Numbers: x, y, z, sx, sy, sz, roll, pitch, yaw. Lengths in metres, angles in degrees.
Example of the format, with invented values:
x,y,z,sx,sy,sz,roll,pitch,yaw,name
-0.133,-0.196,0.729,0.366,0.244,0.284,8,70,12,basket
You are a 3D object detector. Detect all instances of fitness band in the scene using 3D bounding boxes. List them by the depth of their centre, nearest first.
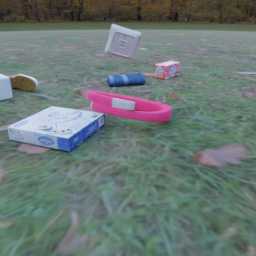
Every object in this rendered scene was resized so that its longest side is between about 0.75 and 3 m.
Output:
x,y,z,sx,sy,sz,roll,pitch,yaw,name
0.002,-0.611,7.778,2.432,0.455,1.747,16,12,28,fitness band

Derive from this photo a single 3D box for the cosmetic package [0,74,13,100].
x,y,z,sx,sy,sz,roll,pitch,yaw,name
-5.115,-1.537,9.945,1.101,0.773,2.170,-20,30,-39,cosmetic package

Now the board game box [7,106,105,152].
x,y,z,sx,sy,sz,roll,pitch,yaw,name
-1.697,-0.053,6.945,1.694,0.369,1.703,10,25,22,board game box

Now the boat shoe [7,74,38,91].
x,y,z,sx,sy,sz,roll,pitch,yaw,name
-4.063,-1.816,10.827,1.736,0.615,0.602,11,25,26,boat shoe

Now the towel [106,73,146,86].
x,y,z,sx,sy,sz,roll,pitch,yaw,name
-0.086,-2.003,11.578,1.542,0.374,0.861,-5,24,-12,towel

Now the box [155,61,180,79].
x,y,z,sx,sy,sz,roll,pitch,yaw,name
1.814,-2.666,12.824,0.583,0.632,1.232,17,28,35,box

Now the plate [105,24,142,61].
x,y,z,sx,sy,sz,roll,pitch,yaw,name
-0.156,-2.478,8.235,0.911,0.913,0.148,15,36,-8,plate
